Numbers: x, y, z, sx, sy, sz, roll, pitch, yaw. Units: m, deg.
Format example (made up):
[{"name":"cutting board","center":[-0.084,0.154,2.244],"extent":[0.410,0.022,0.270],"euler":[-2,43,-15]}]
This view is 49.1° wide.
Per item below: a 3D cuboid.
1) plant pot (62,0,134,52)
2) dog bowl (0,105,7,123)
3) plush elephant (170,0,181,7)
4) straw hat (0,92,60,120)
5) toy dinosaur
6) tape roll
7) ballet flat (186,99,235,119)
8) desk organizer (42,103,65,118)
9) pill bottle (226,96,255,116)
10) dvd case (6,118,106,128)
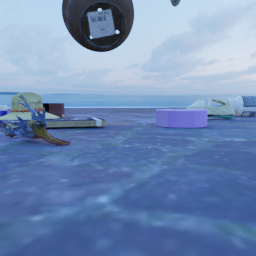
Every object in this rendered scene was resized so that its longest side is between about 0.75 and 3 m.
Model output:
[{"name":"plant pot","center":[-0.621,-2.441,6.235],"extent":[1.812,1.812,1.939],"euler":[-1,29,-8]},{"name":"dog bowl","center":[-5.211,-0.494,10.087],"extent":[1.602,0.631,1.602],"euler":[0,6,0]},{"name":"plush elephant","center":[0.541,-2.952,4.712],"extent":[1.922,1.583,1.488],"euler":[11,-33,46]},{"name":"straw hat","center":[-3.376,-0.749,9.354],"extent":[2.148,0.909,2.148],"euler":[-1,4,0]},{"name":"toy dinosaur","center":[-2.003,0.100,5.580],"extent":[0.838,1.596,1.448],"euler":[-39,-4,-25]},{"name":"tape roll","center":[1.706,-0.333,9.003],"extent":[1.626,0.533,1.626],"euler":[1,6,0]},{"name":"ballet flat","center":[3.357,-0.817,12.047],"extent":[2.729,0.948,0.948],"euler":[-2,6,-20]},{"name":"desk organizer","center":[-3.908,-0.821,13.123],"extent":[1.799,0.693,0.645],"euler":[0,6,-3]},{"name":"pill bottle","center":[6.055,-1.139,14.483],"extent":[1.755,1.049,1.049],"euler":[1,6,3]},{"name":"dvd case","center":[-2.190,-0.172,8.890],"extent":[2.753,0.220,2.047],"euler":[-2,5,-13]}]
